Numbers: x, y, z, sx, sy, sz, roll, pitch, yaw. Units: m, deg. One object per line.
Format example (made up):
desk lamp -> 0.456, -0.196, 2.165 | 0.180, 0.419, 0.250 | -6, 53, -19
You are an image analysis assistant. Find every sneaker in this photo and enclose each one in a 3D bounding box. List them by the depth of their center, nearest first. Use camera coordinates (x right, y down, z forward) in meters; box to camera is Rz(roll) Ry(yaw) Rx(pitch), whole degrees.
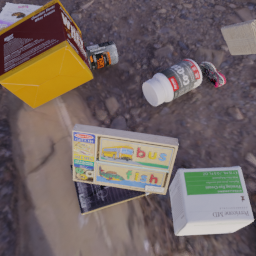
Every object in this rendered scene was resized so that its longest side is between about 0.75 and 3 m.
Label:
sneaker -> 3.198, -2.093, 10.819 | 0.470, 0.508, 1.259 | -32, 62, -17

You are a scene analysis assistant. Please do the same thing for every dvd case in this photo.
dvd case -> -0.537, 1.561, 8.583 | 2.180, 0.174, 1.621 | -15, 58, -10

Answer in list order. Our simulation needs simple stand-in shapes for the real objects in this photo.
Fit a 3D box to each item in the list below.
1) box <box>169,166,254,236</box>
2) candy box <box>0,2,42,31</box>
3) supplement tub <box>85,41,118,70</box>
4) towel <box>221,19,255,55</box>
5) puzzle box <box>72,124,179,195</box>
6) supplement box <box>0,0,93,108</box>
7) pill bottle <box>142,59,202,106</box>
box -> 2.069, 1.962, 7.406 | 1.650, 1.658, 1.420 | -2, 61, -2
candy box -> -4.698, -4.407, 12.175 | 1.866, 0.796, 2.224 | 7, 57, 5
supplement tub -> -1.210, -2.820, 11.054 | 1.488, 0.912, 0.912 | -18, 58, -11
towel -> 3.309, -2.576, 8.062 | 0.246, 0.945, 1.426 | -35, 21, -9
puzzle box -> -0.091, 0.571, 4.892 | 1.755, 1.167, 0.223 | 8, 34, 2
supplement box -> -2.944, -2.613, 9.931 | 2.563, 1.725, 2.599 | -25, 57, 11
pill bottle -> 1.588, -1.625, 10.130 | 1.963, 1.118, 1.118 | -29, 61, -18
